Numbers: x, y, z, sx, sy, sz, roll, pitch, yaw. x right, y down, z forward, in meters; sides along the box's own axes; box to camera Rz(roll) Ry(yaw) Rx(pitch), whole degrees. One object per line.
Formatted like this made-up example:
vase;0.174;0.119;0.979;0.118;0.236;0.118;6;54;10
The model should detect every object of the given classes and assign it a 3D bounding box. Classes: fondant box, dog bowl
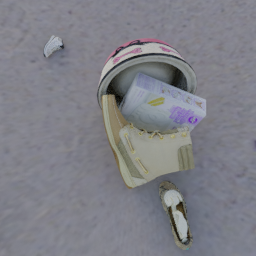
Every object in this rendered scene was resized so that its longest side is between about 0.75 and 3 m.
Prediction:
fondant box;0.883;-0.490;7.739;2.044;1.474;0.595;19;50;-11
dog bowl;0.460;-1.280;7.843;2.725;2.725;1.005;-8;54;-3

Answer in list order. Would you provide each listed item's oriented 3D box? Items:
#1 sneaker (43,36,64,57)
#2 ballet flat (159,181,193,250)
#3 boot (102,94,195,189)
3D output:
sneaker;-2.510;-2.761;9.587;0.522;0.342;0.907;16;67;8
ballet flat;1.305;2.230;7.377;0.627;0.696;1.849;-14;68;-3
boot;0.544;0.156;7.389;2.071;0.970;2.664;-17;102;7
